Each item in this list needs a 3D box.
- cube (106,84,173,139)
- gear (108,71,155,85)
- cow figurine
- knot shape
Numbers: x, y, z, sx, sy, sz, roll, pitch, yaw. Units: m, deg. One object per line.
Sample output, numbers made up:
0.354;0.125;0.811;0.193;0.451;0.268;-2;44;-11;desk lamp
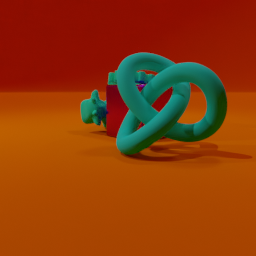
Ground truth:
0.290;-0.369;6.009;1.103;1.103;1.103;-8;11;-43;cube
0.117;-1.137;6.831;1.194;0.221;1.194;5;-4;0;gear
-0.370;-0.413;6.776;1.501;0.824;1.477;-5;-7;-4;cow figurine
0.639;-0.393;4.371;1.747;1.867;0.863;6;-17;27;knot shape
